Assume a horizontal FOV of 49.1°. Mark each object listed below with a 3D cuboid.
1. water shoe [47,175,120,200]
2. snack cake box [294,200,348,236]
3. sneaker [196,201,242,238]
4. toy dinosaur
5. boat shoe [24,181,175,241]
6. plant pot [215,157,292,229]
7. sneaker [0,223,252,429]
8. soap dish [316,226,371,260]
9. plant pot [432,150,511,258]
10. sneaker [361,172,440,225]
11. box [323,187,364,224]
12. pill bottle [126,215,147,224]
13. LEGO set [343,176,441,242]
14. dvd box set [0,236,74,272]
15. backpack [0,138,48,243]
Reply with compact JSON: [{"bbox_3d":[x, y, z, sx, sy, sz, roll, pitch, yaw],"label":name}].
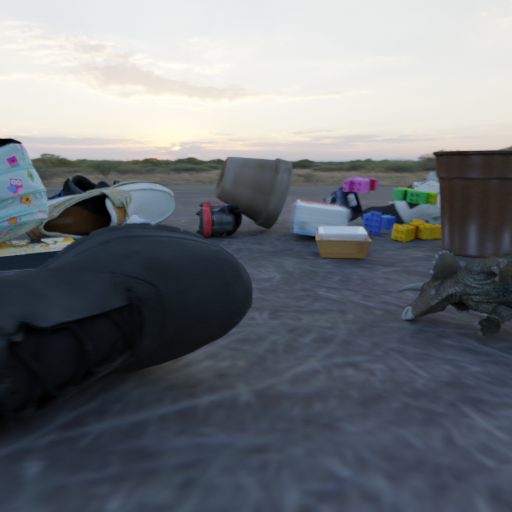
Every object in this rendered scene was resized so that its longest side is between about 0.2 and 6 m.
[{"bbox_3d":[-4.836,-1.495,15.162,3.517,1.388,1.257,5,10,31],"label":"water shoe"},{"bbox_3d":[1.436,-0.852,12.842,1.118,0.653,1.944,7,9,3],"label":"snack cake box"},{"bbox_3d":[-0.871,-0.896,13.401,1.058,0.765,2.166,-1,11,-3],"label":"sneaker"},{"bbox_3d":[2.605,0.302,5.399,2.355,0.906,1.204,-1,15,11],"label":"toy dinosaur"},{"bbox_3d":[-3.171,-0.853,12.050,3.387,1.266,1.158,-18,19,-31],"label":"boat shoe"},{"bbox_3d":[-0.147,-1.728,13.983,1.557,1.794,1.794,16,6,-12],"label":"plant pot"},{"bbox_3d":[-1.464,0.572,3.681,3.120,1.185,1.416,-10,21,-16],"label":"sneaker"},{"bbox_3d":[1.552,-0.247,10.152,0.944,0.487,1.200,1,9,6],"label":"soap dish"},{"bbox_3d":[4.188,-0.980,10.313,1.912,1.893,1.912,1,9,0],"label":"plant pot"},{"bbox_3d":[4.433,-1.529,15.183,3.210,1.421,1.189,-3,11,20],"label":"sneaker"},{"bbox_3d":[2.309,-1.311,14.934,0.523,0.848,0.841,-8,-14,-32],"label":"box"},{"bbox_3d":[-2.226,-0.485,11.024,0.663,0.377,0.377,38,10,-2],"label":"pill bottle"},{"bbox_3d":[3.233,-0.948,12.613,3.238,1.235,1.329,15,20,38],"label":"LEGO set"},{"bbox_3d":[-3.755,-0.061,9.588,1.360,0.273,1.858,-6,11,-24],"label":"dvd box set"},{"bbox_3d":[-4.854,-0.848,9.004,2.760,1.747,2.303,-25,16,-22],"label":"backpack"}]
